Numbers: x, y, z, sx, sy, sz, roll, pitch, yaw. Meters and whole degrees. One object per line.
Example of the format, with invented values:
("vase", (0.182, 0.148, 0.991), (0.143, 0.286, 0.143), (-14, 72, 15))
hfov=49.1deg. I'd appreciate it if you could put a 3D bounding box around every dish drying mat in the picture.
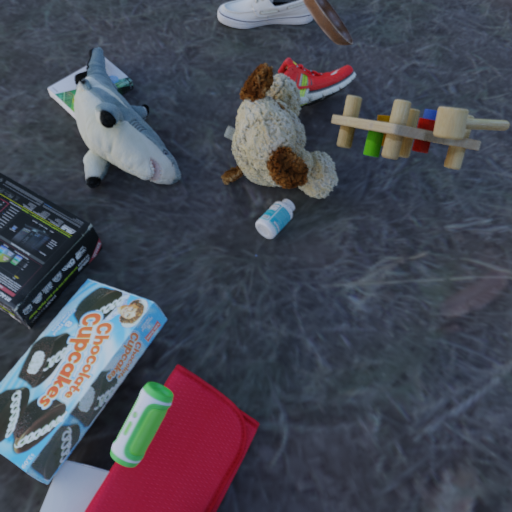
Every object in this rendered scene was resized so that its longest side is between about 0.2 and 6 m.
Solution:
("dish drying mat", (-1.619, 3.945, 7.899), (1.767, 0.419, 4.600), (39, 61, -13))

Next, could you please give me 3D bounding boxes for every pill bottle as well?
("pill bottle", (0.408, -0.762, 11.173), (0.466, 0.466, 0.841), (35, 65, 19))

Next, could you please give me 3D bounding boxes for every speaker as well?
("speaker", (-1.576, 2.323, 7.736), (0.490, 0.490, 1.107), (28, 91, 16))

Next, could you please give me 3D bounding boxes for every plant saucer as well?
("plant saucer", (1.161, -4.039, 9.426), (0.224, 1.303, 1.303), (-35, 56, 26))

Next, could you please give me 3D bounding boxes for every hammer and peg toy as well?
("hammer and peg toy", (2.672, -1.954, 9.121), (1.923, 0.922, 2.615), (3, 16, -27))

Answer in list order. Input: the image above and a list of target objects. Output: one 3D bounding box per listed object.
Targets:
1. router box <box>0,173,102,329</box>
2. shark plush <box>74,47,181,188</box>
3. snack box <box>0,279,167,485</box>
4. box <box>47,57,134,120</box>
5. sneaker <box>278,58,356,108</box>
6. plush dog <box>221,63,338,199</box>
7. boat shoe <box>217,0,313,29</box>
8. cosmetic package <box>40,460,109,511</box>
("router box", (-4.665, -0.204, 10.594), (2.774, 0.862, 2.079), (28, 63, 17))
("shark plush", (-3.107, -3.026, 12.405), (1.735, 1.893, 4.166), (-5, 42, -31))
("snack box", (-3.045, 1.872, 9.152), (1.795, 0.573, 3.089), (13, 57, 35))
("box", (-3.892, -3.957, 13.204), (1.624, 0.295, 1.172), (-40, 67, -20))
("sneaker", (1.024, -3.919, 12.528), (2.621, 1.009, 1.113), (-22, 100, -13))
("plush dog", (0.205, -2.237, 10.805), (2.204, 2.359, 2.747), (-24, 83, 0))
("boat shoe", (0.270, -6.452, 14.393), (2.549, 0.838, 0.917), (1, 59, 1))
("cosmetic package", (-2.696, 3.944, 8.221), (0.920, 0.661, 1.630), (14, 59, 8))
